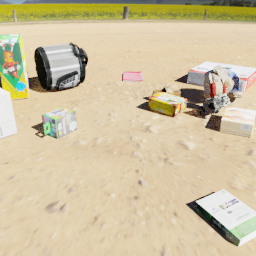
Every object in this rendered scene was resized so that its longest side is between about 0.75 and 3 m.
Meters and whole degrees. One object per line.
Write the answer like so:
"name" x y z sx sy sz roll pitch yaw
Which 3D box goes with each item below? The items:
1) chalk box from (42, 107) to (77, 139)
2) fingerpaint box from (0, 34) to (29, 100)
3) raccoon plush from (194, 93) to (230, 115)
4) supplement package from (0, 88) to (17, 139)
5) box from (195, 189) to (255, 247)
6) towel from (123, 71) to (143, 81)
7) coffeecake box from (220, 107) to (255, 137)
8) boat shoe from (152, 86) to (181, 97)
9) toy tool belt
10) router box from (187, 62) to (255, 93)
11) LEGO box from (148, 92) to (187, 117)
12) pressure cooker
"chalk box" -2.278 -0.141 8.963 0.683 0.687 1.104 18 30 33
"fingerpaint box" -5.115 -2.814 12.497 1.033 2.350 2.817 -8 27 -16
"raccoon plush" 3.070 -0.913 10.196 0.839 0.606 1.252 -26 18 -30
"supplement package" -4.887 -0.589 9.017 2.378 1.424 1.442 23 35 39
"box" 2.071 1.759 5.661 0.857 0.216 1.187 -14 28 -26
"towel" 0.254 -2.741 14.828 1.057 0.164 1.462 -1 26 1
"coffeecake box" 3.699 -0.234 9.393 0.979 0.466 1.275 11 28 23
"boat shoe" 1.631 -1.469 11.829 1.419 0.524 0.537 -14 30 -26
"toy tool belt" 3.933 -1.719 11.159 1.534 1.559 2.497 1 18 7
"router box" 4.697 -2.586 13.922 2.727 0.666 2.447 17 31 31
"LEGO box" 1.495 -0.918 10.625 1.186 0.458 0.883 20 33 30
"pressure cooker" -2.963 -2.891 12.979 2.305 2.059 2.027 -17 27 -29
